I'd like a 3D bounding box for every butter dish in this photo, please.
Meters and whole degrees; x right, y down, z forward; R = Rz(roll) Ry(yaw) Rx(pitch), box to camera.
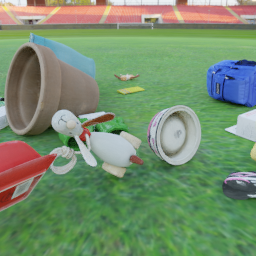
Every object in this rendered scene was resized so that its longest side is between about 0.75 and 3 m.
[{"bbox_3d":[-2.249,0.730,4.791,1.108,1.499,1.495,50,34,14],"label":"butter dish"}]

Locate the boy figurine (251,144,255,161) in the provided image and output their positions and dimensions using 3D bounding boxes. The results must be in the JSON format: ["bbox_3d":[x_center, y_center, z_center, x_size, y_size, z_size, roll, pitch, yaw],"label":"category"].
[{"bbox_3d":[4.318,0.671,7.110,2.206,0.711,1.371,10,27,17],"label":"boy figurine"}]

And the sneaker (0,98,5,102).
[{"bbox_3d":[-5.621,-1.062,11.799,0.514,0.337,0.890,2,23,12],"label":"sneaker"}]

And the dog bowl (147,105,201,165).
[{"bbox_3d":[1.176,0.170,7.361,1.553,1.553,0.573,-14,11,-31],"label":"dog bowl"}]

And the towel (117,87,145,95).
[{"bbox_3d":[0.152,-1.872,14.076,1.374,0.124,0.591,-16,32,-36],"label":"towel"}]

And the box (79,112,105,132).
[{"bbox_3d":[-1.125,-0.156,9.279,0.894,0.556,0.436,-10,25,-24],"label":"box"}]

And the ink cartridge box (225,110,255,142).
[{"bbox_3d":[4.275,-0.041,8.818,1.180,0.695,2.049,-16,27,-34],"label":"ink cartridge box"}]

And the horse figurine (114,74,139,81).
[{"bbox_3d":[-0.095,-3.008,16.499,1.396,0.348,0.925,-8,24,-18],"label":"horse figurine"}]

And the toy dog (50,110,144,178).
[{"bbox_3d":[-0.503,0.398,6.092,2.252,1.485,1.084,7,3,-36],"label":"toy dog"}]

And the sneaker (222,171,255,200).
[{"bbox_3d":[2.870,1.180,5.953,1.590,0.639,0.687,10,23,19],"label":"sneaker"}]

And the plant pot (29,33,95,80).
[{"bbox_3d":[-2.867,-2.182,11.703,2.668,2.839,2.839,7,18,-23],"label":"plant pot"}]

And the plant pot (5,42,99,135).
[{"bbox_3d":[-2.397,-1.120,9.425,2.495,2.861,2.861,6,13,-44],"label":"plant pot"}]

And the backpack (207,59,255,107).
[{"bbox_3d":[4.510,-2.032,12.172,1.908,1.848,2.274,-20,30,-35],"label":"backpack"}]

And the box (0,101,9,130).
[{"bbox_3d":[-5.105,-0.344,9.833,1.923,0.484,2.665,7,22,16],"label":"box"}]

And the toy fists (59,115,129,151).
[{"bbox_3d":[-1.028,0.073,8.520,2.123,0.730,1.082,-9,23,-18],"label":"toy fists"}]
